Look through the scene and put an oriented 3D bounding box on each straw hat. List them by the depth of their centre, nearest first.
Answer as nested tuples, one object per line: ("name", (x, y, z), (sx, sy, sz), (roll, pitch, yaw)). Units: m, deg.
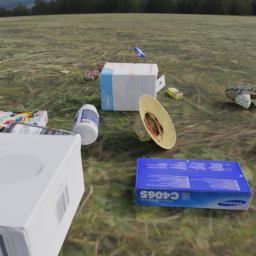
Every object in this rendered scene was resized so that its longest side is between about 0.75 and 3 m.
("straw hat", (0.714, -0.043, 9.991), (0.945, 2.234, 2.234), (-32, 13, 30))

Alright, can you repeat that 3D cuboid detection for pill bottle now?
("pill bottle", (-2.770, 0.570, 8.146), (2.561, 1.361, 1.361), (11, 29, 2))
("pill bottle", (-1.384, -0.172, 9.332), (0.809, 0.809, 1.459), (-1, 34, -1))

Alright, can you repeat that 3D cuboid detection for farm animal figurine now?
("farm animal figurine", (-1.984, -3.003, 16.106), (0.947, 0.589, 1.172), (-4, 25, 34))

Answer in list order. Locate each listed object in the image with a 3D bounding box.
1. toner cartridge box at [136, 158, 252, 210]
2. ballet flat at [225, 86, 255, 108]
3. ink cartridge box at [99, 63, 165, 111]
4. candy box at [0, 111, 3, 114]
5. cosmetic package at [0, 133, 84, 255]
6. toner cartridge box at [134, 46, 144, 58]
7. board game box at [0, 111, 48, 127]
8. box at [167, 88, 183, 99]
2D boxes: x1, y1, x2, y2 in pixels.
("toner cartridge box", (1.660, 1.476, 7.616), (2.865, 0.619, 1.361), (2, 29, 4))
("ballet flat", (5.788, -1.274, 12.615), (2.734, 0.927, 1.029), (8, 52, 11))
("ink cartridge box", (0.256, -1.860, 12.647), (2.751, 1.723, 1.768), (3, 28, 5))
("candy box", (-5.600, -0.478, 11.685), (0.448, 0.214, 0.775), (4, 29, 8))
("cosmetic package", (-2.830, 1.564, 6.165), (2.964, 1.822, 2.954), (4, 29, 7))
("toner cartridge box", (0.551, -3.793, 14.043), (0.383, 0.174, 0.805), (31, 22, -32))
("board game box", (-4.090, 0.193, 10.127), (1.792, 0.491, 2.839), (-3, 28, -3))
("box", (2.340, -1.745, 14.016), (0.366, 0.244, 0.973), (-10, 29, -20))
